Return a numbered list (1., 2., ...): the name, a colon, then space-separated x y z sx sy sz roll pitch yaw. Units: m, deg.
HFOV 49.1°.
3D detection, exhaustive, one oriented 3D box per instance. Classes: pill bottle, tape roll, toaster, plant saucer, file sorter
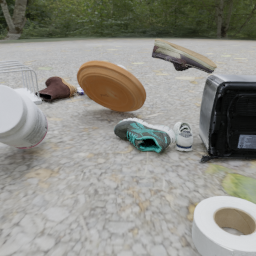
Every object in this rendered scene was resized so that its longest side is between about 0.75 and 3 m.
1. pill bottle: -1.131 -2.573 15.052 1.513 1.513 2.761 12 26 26
2. tape roll: 2.031 1.998 5.430 1.556 0.544 1.556 0 23 0
3. pill bottle: -3.243 -0.241 7.952 1.468 1.468 2.589 -2 -10 -5
4. toaster: 3.470 -0.327 8.627 2.697 2.439 1.601 1 20 -1
5. plant saucer: -0.728 -1.538 11.424 2.988 2.988 0.482 11 62 25
6. file sorter: -5.787 -2.225 13.915 1.978 1.775 2.850 -15 27 -30

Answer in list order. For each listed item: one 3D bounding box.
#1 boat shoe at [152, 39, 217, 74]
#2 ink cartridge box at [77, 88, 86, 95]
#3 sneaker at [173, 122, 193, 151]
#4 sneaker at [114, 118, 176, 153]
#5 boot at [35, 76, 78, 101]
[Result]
1. boat shoe: 1.699 -2.133 8.804 2.207 0.715 0.794 31 27 23
2. ink cartridge box: -2.390 -2.068 15.508 1.013 0.220 1.004 -10 25 -28
3. sneaker: 1.938 0.102 9.687 0.722 0.761 1.891 -1 21 3
4. sneaker: 0.399 0.276 9.258 2.208 0.856 1.007 8 31 28
5. boot: -4.087 -2.095 14.743 2.380 0.861 1.979 18 27 30
